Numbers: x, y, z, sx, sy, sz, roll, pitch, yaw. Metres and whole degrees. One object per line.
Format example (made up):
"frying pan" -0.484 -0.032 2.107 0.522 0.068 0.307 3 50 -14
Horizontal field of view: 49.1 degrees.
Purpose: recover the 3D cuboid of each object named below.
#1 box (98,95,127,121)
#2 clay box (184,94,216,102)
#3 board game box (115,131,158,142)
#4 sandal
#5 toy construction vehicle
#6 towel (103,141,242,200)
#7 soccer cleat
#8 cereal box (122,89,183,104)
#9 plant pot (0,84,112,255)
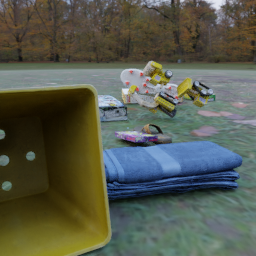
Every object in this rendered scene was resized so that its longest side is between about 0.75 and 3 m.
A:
"box" -1.371 -0.844 11.318 2.014 0.587 2.941 -4 15 -16
"clay box" 3.773 -1.723 15.085 0.925 0.383 1.610 -10 18 -34
"board game box" 0.201 0.226 7.584 0.696 0.187 1.160 3 4 -28
"sandal" 0.699 0.109 8.013 0.616 0.411 1.507 -7 16 -26
"toy construction vehicle" 1.340 -1.127 9.638 2.352 0.828 2.048 28 -26 -12
"towel" 0.667 0.741 5.226 2.540 0.616 1.418 -5 15 -13
"soccer cleat" 1.026 -1.839 12.551 2.907 1.007 1.128 17 4 -7
"cereal box" 1.176 -1.718 14.652 2.914 0.576 2.096 -1 15 -5
"plant pot" -1.569 0.539 3.700 1.996 1.996 1.760 -8 7 -29
